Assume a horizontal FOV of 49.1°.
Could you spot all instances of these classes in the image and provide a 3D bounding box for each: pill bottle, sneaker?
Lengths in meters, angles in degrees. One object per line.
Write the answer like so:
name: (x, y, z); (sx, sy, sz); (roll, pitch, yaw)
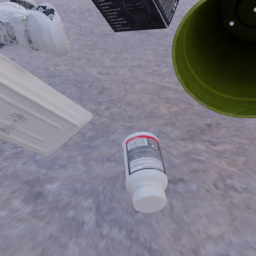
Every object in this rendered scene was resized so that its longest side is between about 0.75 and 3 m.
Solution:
pill bottle: (0.224, 0.580, 3.746); (0.552, 0.552, 0.997); (-3, 45, -4)
sneaker: (-2.410, -1.996, 5.955); (1.610, 1.052, 2.801); (-30, 46, -20)

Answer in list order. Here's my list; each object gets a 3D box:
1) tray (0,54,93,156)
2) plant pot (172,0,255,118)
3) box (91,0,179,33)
tray: (-1.397, -0.183, 3.524); (1.051, 1.957, 0.217); (-38, 50, 15)
plant pot: (2.500, -1.978, 5.672); (2.585, 2.585, 2.489); (14, 47, 20)
box: (0.092, -4.099, 8.305); (2.143, 2.106, 1.328); (10, 71, 35)
